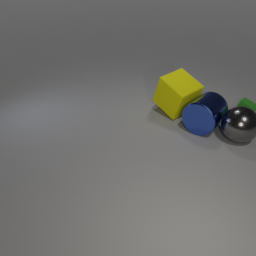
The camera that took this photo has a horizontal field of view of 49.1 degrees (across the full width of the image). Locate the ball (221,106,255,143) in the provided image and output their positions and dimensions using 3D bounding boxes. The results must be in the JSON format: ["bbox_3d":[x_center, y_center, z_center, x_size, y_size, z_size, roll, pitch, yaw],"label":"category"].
[{"bbox_3d":[4.254,-0.128,10.597,1.400,1.400,1.400,0,31,0],"label":"ball"}]

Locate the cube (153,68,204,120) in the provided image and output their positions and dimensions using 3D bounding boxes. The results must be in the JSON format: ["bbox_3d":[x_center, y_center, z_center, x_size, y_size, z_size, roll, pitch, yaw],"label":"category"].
[{"bbox_3d":[2.167,-1.501,12.272,1.400,1.400,1.400,-27,60,-30],"label":"cube"}]

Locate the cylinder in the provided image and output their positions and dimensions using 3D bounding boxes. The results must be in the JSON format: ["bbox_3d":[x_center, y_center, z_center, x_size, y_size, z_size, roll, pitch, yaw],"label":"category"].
[{"bbox_3d":[3.123,-0.597,11.327,1.400,1.400,1.400,22,37,32],"label":"cylinder"}]

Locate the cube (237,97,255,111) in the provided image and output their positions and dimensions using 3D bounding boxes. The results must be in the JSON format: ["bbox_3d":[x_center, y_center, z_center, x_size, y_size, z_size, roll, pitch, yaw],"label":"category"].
[{"bbox_3d":[5.057,-0.800,12.046,0.700,0.700,0.700,37,33,20],"label":"cube"}]
